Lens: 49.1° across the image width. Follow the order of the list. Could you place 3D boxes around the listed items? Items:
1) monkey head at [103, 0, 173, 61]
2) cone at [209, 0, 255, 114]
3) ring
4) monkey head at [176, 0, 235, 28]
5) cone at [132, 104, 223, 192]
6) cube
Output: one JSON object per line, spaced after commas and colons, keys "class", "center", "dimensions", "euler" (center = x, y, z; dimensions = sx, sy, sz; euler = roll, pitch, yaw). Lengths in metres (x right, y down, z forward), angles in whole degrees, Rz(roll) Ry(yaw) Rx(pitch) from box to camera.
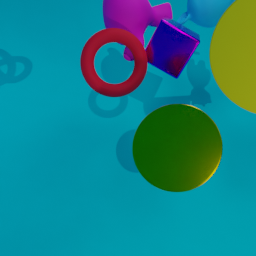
{"class": "monkey head", "center": [0.191, -2.114, 5.167], "dimensions": [1.286, 1.077, 1.788], "euler": [-5, 95, 6]}
{"class": "cone", "center": [1.824, -1.005, 3.229], "dimensions": [1.340, 1.340, 1.345], "euler": [32, 42, 19]}
{"class": "ring", "center": [-0.223, -1.066, 4.627], "dimensions": [1.119, 1.119, 0.224], "euler": [-12, 14, -7]}
{"class": "monkey head", "center": [1.658, -2.706, 6.066], "dimensions": [1.660, 1.000, 1.194], "euler": [-17, 26, -16]}
{"class": "cone", "center": [0.738, 0.359, 3.936], "dimensions": [1.104, 1.108, 1.104], "euler": [-4, 74, 16]}
{"class": "cube", "center": [0.788, -1.487, 5.118], "dimensions": [0.759, 0.759, 0.759], "euler": [29, 28, -2]}
